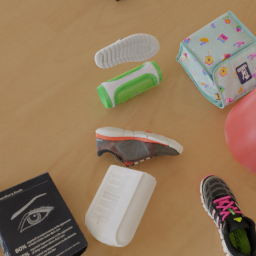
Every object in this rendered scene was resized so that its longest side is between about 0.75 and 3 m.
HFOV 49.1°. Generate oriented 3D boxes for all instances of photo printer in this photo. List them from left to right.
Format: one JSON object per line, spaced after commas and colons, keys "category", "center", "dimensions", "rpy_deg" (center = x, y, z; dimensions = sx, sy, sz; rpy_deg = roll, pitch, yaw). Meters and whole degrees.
{"category": "photo printer", "center": [-0.258, 1.935, 7.053], "dimensions": [0.653, 1.565, 1.882], "rpy_deg": [38, 69, -32]}

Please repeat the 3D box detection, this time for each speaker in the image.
{"category": "speaker", "center": [0.066, -1.397, 8.953], "dimensions": [2.017, 0.892, 0.892], "rpy_deg": [-28, 68, -12]}

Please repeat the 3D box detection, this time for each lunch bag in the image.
{"category": "lunch bag", "center": [3.078, -2.071, 8.870], "dimensions": [2.099, 1.502, 2.464], "rpy_deg": [-33, 74, -7]}

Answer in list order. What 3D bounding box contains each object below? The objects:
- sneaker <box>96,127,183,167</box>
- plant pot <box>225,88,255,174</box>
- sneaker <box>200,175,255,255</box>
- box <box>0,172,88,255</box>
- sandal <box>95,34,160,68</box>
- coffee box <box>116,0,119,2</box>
{"category": "sneaker", "center": [0.285, 0.636, 8.155], "dimensions": [2.546, 0.981, 1.042], "rpy_deg": [9, 97, 4]}
{"category": "plant pot", "center": [4.370, -0.268, 7.554], "dimensions": [2.825, 2.500, 2.825], "rpy_deg": [0, 66, 0]}
{"category": "sneaker", "center": [2.640, 2.296, 7.142], "dimensions": [0.909, 1.077, 2.463], "rpy_deg": [-14, 66, -6]}
{"category": "box", "center": [-2.241, 2.431, 6.787], "dimensions": [1.602, 1.129, 2.164], "rpy_deg": [-20, 64, -34]}
{"category": "sandal", "center": [-0.039, -1.893, 6.735], "dimensions": [1.581, 0.643, 0.389], "rpy_deg": [-13, 29, -1]}
{"category": "coffee box", "center": [-0.797, -6.087, 10.962], "dimensions": [0.793, 1.124, 1.988], "rpy_deg": [-39, 70, -15]}
